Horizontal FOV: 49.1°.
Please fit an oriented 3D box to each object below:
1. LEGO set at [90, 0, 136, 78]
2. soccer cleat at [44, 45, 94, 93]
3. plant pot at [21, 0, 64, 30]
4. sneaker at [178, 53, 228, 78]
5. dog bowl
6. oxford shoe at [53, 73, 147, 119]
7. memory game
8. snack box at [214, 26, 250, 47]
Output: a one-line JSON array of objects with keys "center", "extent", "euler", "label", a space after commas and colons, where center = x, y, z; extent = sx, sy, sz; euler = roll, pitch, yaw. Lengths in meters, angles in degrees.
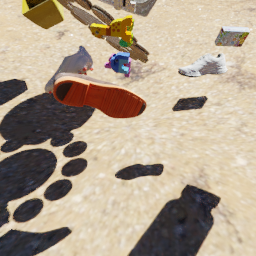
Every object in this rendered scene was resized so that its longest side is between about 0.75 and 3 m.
[{"center": [-0.236, -1.370, 4.238], "extent": [0.589, 1.436, 0.548], "euler": [8, 38, 3], "label": "LEGO set"}, {"center": [-1.321, -1.219, 6.083], "extent": [0.502, 1.447, 0.561], "euler": [-11, 76, -57], "label": "soccer cleat"}, {"center": [-2.831, -4.154, 9.654], "extent": [1.177, 1.038, 1.177], "euler": [-21, 58, 15], "label": "plant pot"}, {"center": [1.847, -1.562, 7.018], "extent": [1.264, 0.550, 0.471], "euler": [-10, 13, -8], "label": "sneaker"}, {"center": [-0.313, -4.196, 8.657], "extent": [2.539, 0.745, 2.539], "euler": [18, 26, -9], "label": "dog bowl"}, {"center": [-0.503, -0.705, 5.477], "extent": [1.893, 0.675, 0.690], "euler": [16, 29, -25], "label": "oxford shoe"}, {"center": [-0.648, -2.488, 6.781], "extent": [2.919, 2.919, 0.186], "euler": [37, 95, 33], "label": "memory game"}, {"center": [3.425, -2.999, 9.234], "extent": [0.926, 0.658, 0.245], "euler": [0, 59, -9], "label": "snack box"}]
